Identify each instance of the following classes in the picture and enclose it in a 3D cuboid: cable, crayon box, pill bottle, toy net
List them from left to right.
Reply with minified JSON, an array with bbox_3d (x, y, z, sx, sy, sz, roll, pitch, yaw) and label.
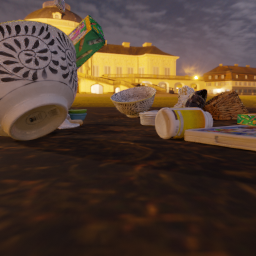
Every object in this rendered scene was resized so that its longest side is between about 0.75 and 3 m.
[{"bbox_3d":[-2.262,-0.342,9.732,1.439,0.530,2.744,0,6,-2],"label":"toy net"},{"bbox_3d":[-1.639,-2.279,8.329,0.594,2.041,1.212,39,22,-36],"label":"crayon box"},{"bbox_3d":[1.138,-0.350,10.021,1.447,0.501,1.446,1,7,21],"label":"cable"},{"bbox_3d":[1.311,-0.123,6.427,1.279,0.699,0.699,-3,6,-28],"label":"pill bottle"},{"bbox_3d":[4.557,-0.290,9.900,0.780,0.383,1.313,-1,5,-8],"label":"crayon box"}]

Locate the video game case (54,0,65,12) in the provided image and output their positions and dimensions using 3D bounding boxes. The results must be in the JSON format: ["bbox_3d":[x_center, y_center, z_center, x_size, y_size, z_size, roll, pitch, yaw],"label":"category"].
[{"bbox_3d":[-1.919,-3.788,7.797,0.109,0.866,1.209,-2,14,-3],"label":"video game case"}]

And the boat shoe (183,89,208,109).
[{"bbox_3d":[3.304,-1.254,13.494,0.745,0.827,2.299,-36,10,42],"label":"boat shoe"}]

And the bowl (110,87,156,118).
[{"bbox_3d":[0.369,-1.285,14.926,2.459,1.154,2.459,-9,24,4],"label":"bowl"}]

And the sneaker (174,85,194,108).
[{"bbox_3d":[2.703,-1.329,14.233,1.077,1.689,2.923,4,8,20],"label":"sneaker"}]

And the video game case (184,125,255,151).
[{"bbox_3d":[2.872,0.205,5.268,2.112,0.266,2.950,-4,7,-36],"label":"video game case"}]

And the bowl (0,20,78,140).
[{"bbox_3d":[-2.127,-0.629,5.913,2.900,1.361,2.900,-28,-20,-11],"label":"bowl"}]

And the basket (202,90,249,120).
[{"bbox_3d":[4.655,-0.774,13.614,1.542,1.610,2.161,-33,3,5],"label":"basket"}]
